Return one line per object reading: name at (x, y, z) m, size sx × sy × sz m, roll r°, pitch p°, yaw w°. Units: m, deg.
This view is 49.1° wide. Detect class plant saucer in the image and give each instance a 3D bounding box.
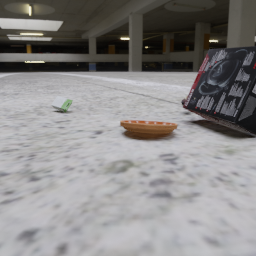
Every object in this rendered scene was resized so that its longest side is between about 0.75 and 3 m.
plant saucer at (0.485, -0.035, 6.642) m, size 1.355 × 0.219 × 1.355 m, roll 4°, pitch 4°, yaw 0°

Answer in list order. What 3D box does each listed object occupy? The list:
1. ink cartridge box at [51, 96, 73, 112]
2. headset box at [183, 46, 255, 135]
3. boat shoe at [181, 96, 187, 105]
ink cartridge box at (-2.193, -0.800, 9.545) m, size 0.800 × 0.416 × 0.237 m, roll 17°, pitch -23°, yaw 33°
headset box at (2.615, -1.044, 7.252) m, size 0.962 × 1.854 × 2.491 m, roll 23°, pitch 3°, yaw -22°
boat shoe at (1.949, -0.843, 9.364) m, size 0.302 × 0.335 × 0.931 m, roll -25°, pitch -9°, yaw 15°
